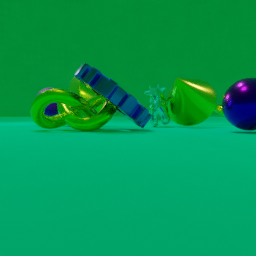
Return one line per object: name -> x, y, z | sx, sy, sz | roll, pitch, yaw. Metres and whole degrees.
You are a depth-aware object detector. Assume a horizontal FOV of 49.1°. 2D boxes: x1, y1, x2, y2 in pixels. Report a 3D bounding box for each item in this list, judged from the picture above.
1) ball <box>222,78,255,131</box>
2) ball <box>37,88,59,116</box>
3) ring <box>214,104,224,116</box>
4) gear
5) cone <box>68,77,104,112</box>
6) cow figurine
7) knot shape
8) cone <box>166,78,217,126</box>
ball -> 2.320, -0.452, 5.343 | 1.006, 1.006, 1.006 | 0, 2, 0
ball -> -2.468, -0.827, 8.885 | 0.889, 0.889, 0.889 | 0, 2, 0
ring -> 3.705, -0.483, 9.780 | 1.458, 0.292, 1.458 | 17, 12, -4
gear -> -0.316, -0.690, 6.123 | 1.847, 0.342, 1.847 | 38, -1, 1
cone -> -1.049, -0.702, 8.739 | 1.525, 1.519, 1.519 | 12, -3, -26
cow figurine -> 0.865, -0.697, 8.257 | 0.704, 1.262, 1.283 | -11, 0, 11
knot shape -> -1.241, -0.389, 6.166 | 1.734, 0.856, 1.853 | 0, 3, -27
cone -> 1.564, -1.033, 7.832 | 1.545, 1.545, 1.551 | 1, -18, 26
